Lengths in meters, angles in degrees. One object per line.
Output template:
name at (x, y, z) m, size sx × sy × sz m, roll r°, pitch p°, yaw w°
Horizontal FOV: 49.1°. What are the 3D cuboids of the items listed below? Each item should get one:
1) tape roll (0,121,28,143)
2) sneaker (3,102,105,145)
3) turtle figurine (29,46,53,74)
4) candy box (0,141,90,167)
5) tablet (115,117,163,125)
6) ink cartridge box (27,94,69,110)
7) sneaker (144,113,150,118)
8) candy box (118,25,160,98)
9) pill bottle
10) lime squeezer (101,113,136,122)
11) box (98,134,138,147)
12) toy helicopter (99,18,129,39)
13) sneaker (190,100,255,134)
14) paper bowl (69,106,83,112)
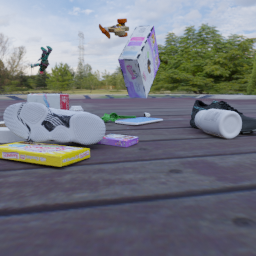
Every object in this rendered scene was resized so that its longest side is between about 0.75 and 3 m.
tape roll at (-3.927, 0.088, 9.585) m, size 2.347 × 0.429 × 2.347 m, roll 1°, pitch 9°, yaw 0°
sneaker at (-2.023, -0.083, 8.190) m, size 2.795 × 1.050 × 1.606 m, roll 8°, pitch 0°, yaw -2°
turtle figurine at (-3.405, -2.643, 11.108) m, size 0.607 × 1.206 × 0.903 m, roll 27°, pitch 29°, yaw -12°
candy box at (-2.119, 0.589, 6.742) m, size 2.175 × 0.287 × 1.112 m, roll 4°, pitch 9°, yaw 25°
tablet at (0.540, -0.324, 13.129) m, size 1.353 × 0.142 × 2.079 m, roll 7°, pitch 11°, yaw 40°
ink cartridge box at (-3.704, -0.926, 13.108) m, size 1.846 × 1.335 × 1.341 m, roll -2°, pitch 9°, yaw -14°
sneaker at (1.042, -0.699, 15.031) m, size 0.335 × 0.288 × 0.790 m, roll -2°, pitch 8°, yaw 1°
candy box at (0.636, -3.194, 13.535) m, size 0.983 × 2.304 × 2.747 m, roll 6°, pitch 50°, yaw 21°
pill bottle at (3.089, -0.200, 9.829) m, size 0.923 × 0.923 × 1.614 m, roll -3°, pitch 9°, yaw -19°
lime squeezer at (-0.765, -0.432, 13.181) m, size 2.350 × 0.443 × 0.830 m, roll -6°, pitch 28°, yaw -43°
box at (-0.302, 0.371, 8.485) m, size 1.034 × 0.202 × 0.708 m, roll 5°, pitch 10°, yaw 31°
toy helicopter at (-0.530, -3.998, 11.432) m, size 1.234 × 0.736 × 1.865 m, roll -6°, pitch 27°, yaw -7°
sneaker at (3.660, -0.445, 10.733) m, size 2.922 × 1.158 × 1.102 m, roll 10°, pitch 12°, yaw 42°
paper bowl at (-3.180, -1.123, 17.254) m, size 0.863 × 0.449 × 0.863 m, roll 1°, pitch 8°, yaw 0°
